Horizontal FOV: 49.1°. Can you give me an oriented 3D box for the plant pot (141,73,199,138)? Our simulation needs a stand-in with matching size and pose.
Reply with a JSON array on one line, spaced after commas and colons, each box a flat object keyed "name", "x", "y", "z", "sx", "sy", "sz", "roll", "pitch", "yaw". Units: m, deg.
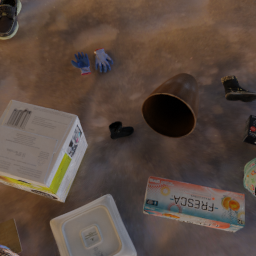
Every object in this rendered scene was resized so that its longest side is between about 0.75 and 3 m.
[{"name": "plant pot", "x": 1.588, "y": -0.924, "z": 9.106, "sx": 1.741, "sy": 1.741, "sz": 1.863, "roll": 22, "pitch": 49, "yaw": 12}]

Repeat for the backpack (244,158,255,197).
[{"name": "backpack", "x": 3.847, "y": 1.355, "z": 8.014, "sx": 1.171, "sy": 1.039, "sz": 0.881, "roll": -34, "pitch": 43, "yaw": -13}]

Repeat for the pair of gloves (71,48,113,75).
[{"name": "pair of gloves", "x": -1.385, "y": -2.535, "z": 10.754, "sx": 1.529, "sy": 0.174, "sz": 1.229, "roll": -15, "pitch": 59, "yaw": -10}]

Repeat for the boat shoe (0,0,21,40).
[{"name": "boat shoe", "x": -5.065, "y": -4.766, "z": 11.658, "sx": 0.925, "sy": 0.819, "sz": 2.526, "roll": -5, "pitch": 60, "yaw": -3}]

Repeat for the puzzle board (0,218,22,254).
[{"name": "puzzle board", "x": -3.565, "y": 3.126, "z": 7.509, "sx": 1.262, "sy": 0.110, "sz": 0.951, "roll": -22, "pitch": 63, "yaw": -12}]

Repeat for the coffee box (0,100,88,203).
[{"name": "coffee box", "x": -2.486, "y": 0.701, "z": 7.799, "sx": 1.959, "sy": 1.940, "sz": 1.962, "roll": 14, "pitch": 64, "yaw": 9}]

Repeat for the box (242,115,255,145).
[{"name": "box", "x": 4.268, "y": 0.128, "z": 9.027, "sx": 0.904, "sy": 0.470, "sz": 0.823, "roll": 17, "pitch": 60, "yaw": 9}]

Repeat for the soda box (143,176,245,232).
[{"name": "soda box", "x": 1.766, "y": 2.091, "z": 7.680, "sx": 2.622, "sy": 0.834, "sz": 0.897, "roll": 10, "pitch": 61, "yaw": 7}]

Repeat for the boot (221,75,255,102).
[{"name": "boot", "x": 3.931, "y": -1.392, "z": 9.905, "sx": 1.246, "sy": 0.456, "sz": 0.938, "roll": -1, "pitch": 55, "yaw": -8}]

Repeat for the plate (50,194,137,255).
[{"name": "plate", "x": -0.969, "y": 2.927, "z": 7.508, "sx": 1.879, "sy": 0.304, "sz": 1.883, "roll": -21, "pitch": 62, "yaw": -13}]

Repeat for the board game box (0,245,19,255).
[{"name": "board game box", "x": -2.804, "y": 3.887, "z": 6.537, "sx": 1.851, "sy": 0.896, "sz": 1.475, "roll": 28, "pitch": 65, "yaw": 13}]

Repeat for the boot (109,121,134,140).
[{"name": "boot", "x": -0.196, "y": 0.027, "z": 8.953, "sx": 0.841, "sy": 0.706, "sz": 0.321, "roll": -18, "pitch": 62, "yaw": -11}]
